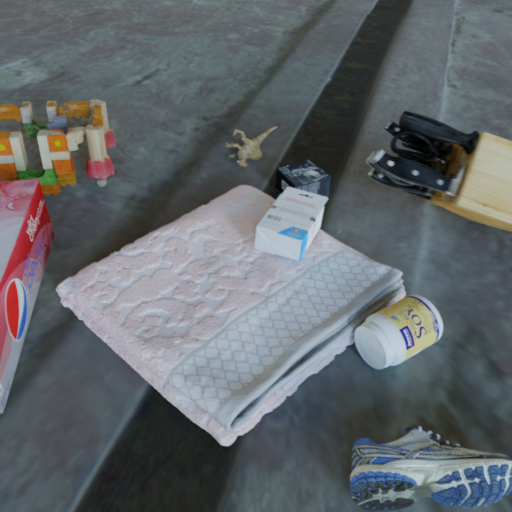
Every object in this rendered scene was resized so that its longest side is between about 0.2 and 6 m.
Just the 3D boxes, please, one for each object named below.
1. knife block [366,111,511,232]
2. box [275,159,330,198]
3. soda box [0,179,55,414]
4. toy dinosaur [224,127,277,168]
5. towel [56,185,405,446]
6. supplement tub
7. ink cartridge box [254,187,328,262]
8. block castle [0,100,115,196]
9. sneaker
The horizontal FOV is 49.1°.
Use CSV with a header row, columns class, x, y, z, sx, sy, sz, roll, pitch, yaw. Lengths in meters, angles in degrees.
class,x,y,z,sx,sy,sz,roll,pitch,yaw
knife block,3.710,-1.166,8.753,3.246,1.183,3.697,11,11,-47
box,0.911,-1.458,11.119,0.791,0.499,0.805,-17,42,-22
soda box,-4.068,0.404,8.238,1.367,1.238,3.905,-4,40,-5
toy dinosaur,-0.195,-2.435,12.473,0.809,0.466,1.599,28,52,8
towel,-0.332,0.464,8.647,3.866,0.653,4.048,32,48,33
supplement tub,1.974,1.063,7.810,1.048,0.762,0.762,-23,45,-25
ink cartridge box,0.599,-0.548,9.142,0.792,0.463,1.366,18,40,16
block castle,-4.355,-2.168,11.324,2.888,1.355,1.930,-5,36,-10
sneaker,2.001,2.298,6.348,1.949,0.751,0.830,-1,35,-2
